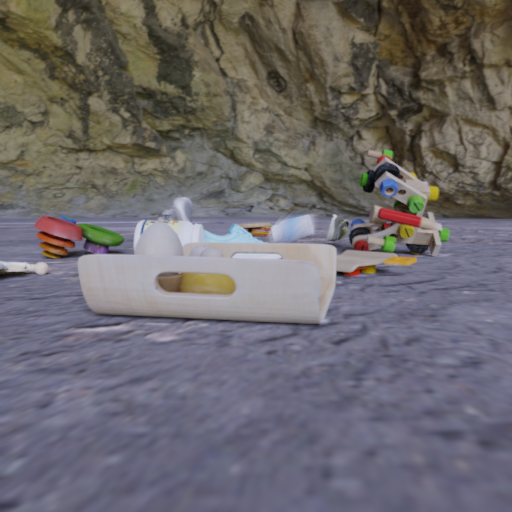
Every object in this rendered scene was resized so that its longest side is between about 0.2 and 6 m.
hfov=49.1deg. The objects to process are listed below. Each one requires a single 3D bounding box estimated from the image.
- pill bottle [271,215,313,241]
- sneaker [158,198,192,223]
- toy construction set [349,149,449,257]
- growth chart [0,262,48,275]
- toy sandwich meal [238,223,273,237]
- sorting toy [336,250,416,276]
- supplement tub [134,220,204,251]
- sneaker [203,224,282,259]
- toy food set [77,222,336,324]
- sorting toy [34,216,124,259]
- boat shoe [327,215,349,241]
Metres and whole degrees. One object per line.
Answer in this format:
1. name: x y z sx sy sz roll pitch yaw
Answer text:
1. pill bottle: 0.726 -0.534 11.199 0.783 0.426 0.426 -12 2 13
2. sneaker: -1.922 -0.807 13.163 0.775 0.706 1.890 6 -21 -7
3. toy construction set: 2.997 -0.736 10.719 1.923 2.087 2.503 13 17 -2
4. growth chart: -4.300 0.265 6.950 2.126 0.261 2.938 0 5 10
5. toy sandwich meal: -0.016 -0.868 18.965 1.363 0.467 1.363 -3 4 0
6. sorting toy: 1.394 0.140 8.402 1.139 0.276 2.023 -10 10 -42
7. supplement tub: -1.445 -0.210 9.405 1.064 0.771 0.771 1 5 3
8. sneaker: -0.206 -0.234 10.148 1.674 0.686 0.619 -1 6 -13
9. toy food set: -0.242 0.059 5.813 2.028 0.854 2.827 1 5 11
10. sorting toy: -3.595 -0.253 11.080 1.141 0.780 1.900 23 6 36
11. boat shoe: 1.991 -0.653 13.552 0.450 0.538 1.504 18 18 7
